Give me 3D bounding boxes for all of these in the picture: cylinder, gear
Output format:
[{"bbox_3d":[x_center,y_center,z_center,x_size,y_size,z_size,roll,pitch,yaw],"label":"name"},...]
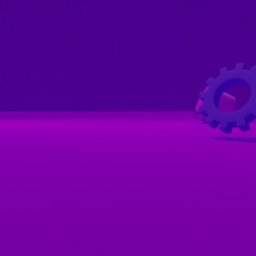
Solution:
[{"bbox_3d":[3.050,-0.821,9.802,1.010,1.010,1.010,26,4,0],"label":"cylinder"},{"bbox_3d":[2.044,-0.578,5.398,1.368,1.368,0.253,3,-19,43],"label":"gear"}]

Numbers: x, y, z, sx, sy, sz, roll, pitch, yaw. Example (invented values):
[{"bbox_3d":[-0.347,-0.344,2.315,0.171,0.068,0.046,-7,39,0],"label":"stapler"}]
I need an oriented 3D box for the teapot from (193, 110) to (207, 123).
[{"bbox_3d":[3.496,-0.666,11.664,1.862,0.912,1.158,-8,36,48],"label":"teapot"}]
